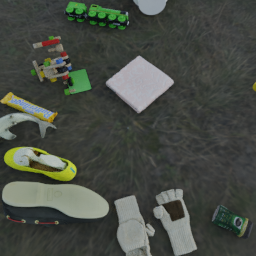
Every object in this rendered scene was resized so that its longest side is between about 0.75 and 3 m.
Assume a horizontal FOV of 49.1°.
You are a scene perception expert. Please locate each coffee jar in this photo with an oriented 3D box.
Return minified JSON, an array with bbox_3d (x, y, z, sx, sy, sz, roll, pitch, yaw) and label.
[{"bbox_3d":[2.947,2.653,7.889,1.040,0.444,0.542,26,64,14],"label":"coffee jar"}]

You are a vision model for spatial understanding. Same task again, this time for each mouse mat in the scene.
[{"bbox_3d":[-1.865,-1.747,10.479,0.839,0.039,1.042,-16,64,-8],"label":"mouse mat"}]

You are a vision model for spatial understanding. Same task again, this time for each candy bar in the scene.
[{"bbox_3d":[-3.426,-0.698,9.776,2.113,0.234,0.527,23,53,12],"label":"candy bar"}]

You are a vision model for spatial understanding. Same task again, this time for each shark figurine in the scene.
[{"bbox_3d":[-3.693,-0.155,9.227,2.327,0.971,1.390,-17,97,0],"label":"shark figurine"}]

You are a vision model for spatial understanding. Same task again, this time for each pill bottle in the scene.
[{"bbox_3d":[0.936,-6.288,11.993,1.626,1.626,2.892,-1,61,0],"label":"pill bottle"}]

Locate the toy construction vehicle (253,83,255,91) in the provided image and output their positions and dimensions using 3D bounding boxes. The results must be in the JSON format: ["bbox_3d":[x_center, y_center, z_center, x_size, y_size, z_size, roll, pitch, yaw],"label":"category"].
[{"bbox_3d":[5.829,-1.334,9.815,1.986,0.803,2.281,-41,69,-19],"label":"toy construction vehicle"}]

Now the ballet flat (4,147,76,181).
[{"bbox_3d":[-2.745,0.978,8.577,2.423,0.812,0.810,15,62,8],"label":"ballet flat"}]

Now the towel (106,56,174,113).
[{"bbox_3d":[0.421,-1.630,10.267,1.789,0.302,1.873,41,69,20],"label":"towel"}]

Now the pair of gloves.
[{"bbox_3d":[0.726,2.713,7.903,2.133,0.374,1.813,-7,62,-3],"label":"pair of gloves"}]

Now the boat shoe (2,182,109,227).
[{"bbox_3d":[-2.019,2.215,7.918,2.907,0.911,1.063,9,33,-10],"label":"boat shoe"}]

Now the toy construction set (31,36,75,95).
[{"bbox_3d":[-2.833,-2.230,9.804,1.451,1.888,1.574,-12,52,0],"label":"toy construction set"}]

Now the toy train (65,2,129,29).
[{"bbox_3d":[-1.278,-4.768,11.781,2.793,0.583,0.788,12,61,6],"label":"toy train"}]
